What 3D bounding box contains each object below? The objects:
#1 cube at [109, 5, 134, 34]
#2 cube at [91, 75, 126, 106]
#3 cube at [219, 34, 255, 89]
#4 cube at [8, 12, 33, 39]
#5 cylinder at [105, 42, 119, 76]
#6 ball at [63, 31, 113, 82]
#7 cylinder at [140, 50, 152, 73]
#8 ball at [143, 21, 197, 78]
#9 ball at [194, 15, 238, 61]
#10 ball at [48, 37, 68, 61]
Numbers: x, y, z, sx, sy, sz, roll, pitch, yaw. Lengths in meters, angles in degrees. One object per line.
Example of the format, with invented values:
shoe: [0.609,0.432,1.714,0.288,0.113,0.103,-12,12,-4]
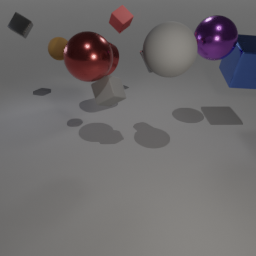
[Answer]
cube: [-0.301,-4.687,12.096,0.700,0.700,0.700,45,69,0]
cube: [-0.589,-1.129,8.628,0.700,0.700,0.700,-23,-11,29]
cube: [4.261,-2.339,9.912,1.400,1.400,1.400,3,42,-4]
cube: [-4.446,-4.248,11.627,0.700,0.700,0.700,30,1,-14]
cylinder: [-1.302,-2.881,11.099,1.400,1.400,1.400,23,9,36]
ball: [-1.127,-2.021,7.991,1.400,1.400,1.400,0,29,0]
cylinder: [0.800,-2.105,8.329,0.700,0.700,0.700,-24,15,7]
ball: [1.084,-2.022,7.278,1.400,1.400,1.400,0,29,0]
ball: [2.827,-2.906,9.090,1.400,1.400,1.400,0,29,0]
ball: [-2.112,-2.439,8.626,0.700,0.700,0.700,0,29,0]
